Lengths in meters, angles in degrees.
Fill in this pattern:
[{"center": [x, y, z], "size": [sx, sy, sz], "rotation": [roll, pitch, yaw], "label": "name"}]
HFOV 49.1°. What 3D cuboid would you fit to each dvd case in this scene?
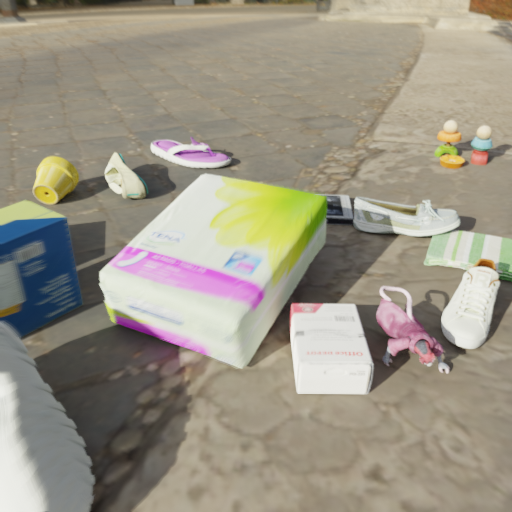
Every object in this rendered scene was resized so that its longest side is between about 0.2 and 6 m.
[{"center": [1.309, -1.089, 12.839], "size": [1.722, 0.213, 1.294], "rotation": [3, 30, 2], "label": "dvd case"}]

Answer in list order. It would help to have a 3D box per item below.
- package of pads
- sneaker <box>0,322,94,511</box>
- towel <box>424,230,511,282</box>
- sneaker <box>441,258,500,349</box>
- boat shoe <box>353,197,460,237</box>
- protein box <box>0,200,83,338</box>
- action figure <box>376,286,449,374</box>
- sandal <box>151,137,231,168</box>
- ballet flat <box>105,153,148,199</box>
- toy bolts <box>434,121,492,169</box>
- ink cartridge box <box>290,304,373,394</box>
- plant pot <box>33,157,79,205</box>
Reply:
[{"center": [-0.636, 0.027, 9.493], "size": [2.670, 1.179, 3.456], "rotation": [15, 43, 24], "label": "package of pads"}, {"center": [-3.047, 2.082, 6.510], "size": [1.304, 1.237, 3.239], "rotation": [-42, 55, -5], "label": "sneaker"}, {"center": [4.491, -0.019, 10.980], "size": [2.114, 0.247, 1.612], "rotation": [11, 30, 22], "label": "towel"}, {"center": [3.522, 0.677, 9.149], "size": [0.733, 0.853, 2.014], "rotation": [15, 34, 21], "label": "sneaker"}, {"center": [3.165, -0.876, 11.840], "size": [2.189, 0.702, 0.807], "rotation": [4, 25, 17], "label": "boat shoe"}, {"center": [-3.923, 0.264, 8.993], "size": [1.141, 1.692, 1.679], "rotation": [22, 36, 33], "label": "protein box"}, {"center": [2.354, 1.146, 8.248], "size": [0.930, 1.034, 1.388], "rotation": [2, 16, -8], "label": "action figure"}, {"center": [-1.935, -2.990, 15.709], "size": [2.651, 0.651, 1.079], "rotation": [17, 34, 27], "label": "sandal"}, {"center": [-3.391, -1.975, 13.957], "size": [0.765, 0.765, 2.202], "rotation": [-15, 33, -24], "label": "ballet flat"}, {"center": [5.794, -3.097, 15.521], "size": [1.478, 1.025, 1.412], "rotation": [7, 31, 12], "label": "toy bolts"}, {"center": [1.056, 1.337, 8.222], "size": [1.038, 0.605, 1.426], "rotation": [1, 28, -1], "label": "ink cartridge box"}, {"center": [-4.833, -1.728, 13.342], "size": [0.955, 0.955, 0.898], "rotation": [4, 46, 7], "label": "plant pot"}]
